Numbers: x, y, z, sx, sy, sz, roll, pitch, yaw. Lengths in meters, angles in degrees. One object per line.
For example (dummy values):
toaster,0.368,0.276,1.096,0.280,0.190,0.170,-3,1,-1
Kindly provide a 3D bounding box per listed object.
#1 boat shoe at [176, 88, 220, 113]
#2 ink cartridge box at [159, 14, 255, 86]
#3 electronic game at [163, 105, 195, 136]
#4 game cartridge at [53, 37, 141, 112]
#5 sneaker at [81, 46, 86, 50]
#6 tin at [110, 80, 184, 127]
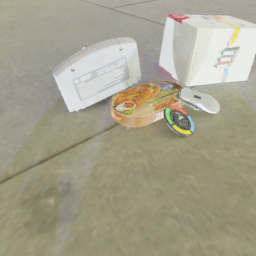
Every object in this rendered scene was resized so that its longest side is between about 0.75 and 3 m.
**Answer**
boat shoe,2.223,-0.817,8.959,1.438,0.491,0.531,16,73,-12
ink cartridge box,3.033,-3.009,10.573,2.874,2.078,2.088,-8,35,-22
electronic game,1.545,-0.226,8.392,1.130,0.235,1.130,20,45,-21
game cartridge,-0.903,-1.754,8.909,2.725,1.817,0.551,-27,52,-13
sneaker,-1.591,-2.730,10.720,1.846,0.697,1.062,6,73,52
tin,0.706,-0.844,9.302,2.781,0.582,1.557,-23,40,-28
